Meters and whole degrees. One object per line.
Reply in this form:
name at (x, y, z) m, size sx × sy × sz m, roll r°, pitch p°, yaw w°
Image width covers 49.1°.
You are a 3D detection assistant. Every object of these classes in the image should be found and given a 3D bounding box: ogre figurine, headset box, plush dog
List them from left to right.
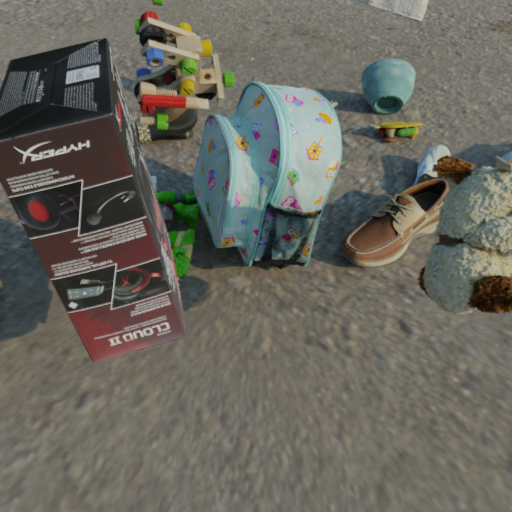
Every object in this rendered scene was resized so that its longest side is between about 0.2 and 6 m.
headset box at (-2.032, -0.601, 7.490) m, size 1.364 × 3.637 × 2.703 m, roll -15°, pitch 39°, yaw -5°
ogre figurine at (-1.970, -0.613, 10.926) m, size 1.639 × 1.342 × 2.734 m, roll 11°, pitch 56°, yaw -5°
plush dog at (2.686, -0.128, 6.855) m, size 1.655 × 1.772 × 2.063 m, roll 20°, pitch -1°, yaw -11°

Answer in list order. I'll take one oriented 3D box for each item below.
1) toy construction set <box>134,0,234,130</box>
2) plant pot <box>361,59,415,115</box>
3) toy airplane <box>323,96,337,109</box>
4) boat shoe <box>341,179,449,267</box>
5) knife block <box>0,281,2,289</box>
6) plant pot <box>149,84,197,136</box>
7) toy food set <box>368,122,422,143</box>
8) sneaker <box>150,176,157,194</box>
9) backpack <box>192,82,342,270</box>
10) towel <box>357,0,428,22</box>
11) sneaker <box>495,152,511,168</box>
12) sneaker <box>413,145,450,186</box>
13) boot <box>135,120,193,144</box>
toy construction set at (-1.048, -2.856, 8.890) m, size 1.655 × 1.796 × 2.154 m, roll 0°, pitch 47°, yaw -15°
plant pot at (3.571, -4.469, 15.214) m, size 1.456 × 1.456 × 0.976 m, roll 4°, pitch 69°, yaw 5°
toy airplane at (1.863, -4.041, 15.387) m, size 0.594 × 0.420 × 0.592 m, roll 21°, pitch 84°, yaw 10°
boat shoe at (2.837, -0.773, 11.281) m, size 2.902 × 1.042 × 1.099 m, roll -31°, pitch 51°, yaw -29°
knife block at (-5.840, 0.936, 9.422) m, size 3.168 × 1.014 × 2.781 m, roll 12°, pitch 43°, yaw 11°
plant pot at (-1.597, -2.976, 10.910) m, size 0.971 × 0.846 × 0.971 m, roll 4°, pitch 65°, yaw -9°
toy food set at (3.576, -3.178, 14.424) m, size 1.400 × 0.457 × 0.824 m, roll -6°, pitch 19°, yaw -10°
sneaker at (-2.557, -1.241, 12.157) m, size 0.758 × 0.546 × 1.451 m, roll 3°, pitch 46°, yaw -5°
backpack at (0.171, -1.615, 10.323) m, size 2.344 × 3.057 × 2.688 m, roll 7°, pitch 38°, yaw -26°
towel at (2.793, -5.586, 11.405) m, size 1.695 × 1.123 × 0.292 m, roll 26°, pitch 23°, yaw 16°
sneaker at (6.698, -2.191, 12.865) m, size 3.440 × 1.302 × 1.582 m, roll -8°, pitch 35°, yaw -19°
sneaker at (3.952, -1.830, 12.881) m, size 0.634 × 0.639 × 1.763 m, roll 39°, pitch 59°, yaw -10°
boot at (-2.468, -3.590, 14.651) m, size 1.413 × 0.675 × 1.871 m, roll -12°, pitch 43°, yaw -9°
